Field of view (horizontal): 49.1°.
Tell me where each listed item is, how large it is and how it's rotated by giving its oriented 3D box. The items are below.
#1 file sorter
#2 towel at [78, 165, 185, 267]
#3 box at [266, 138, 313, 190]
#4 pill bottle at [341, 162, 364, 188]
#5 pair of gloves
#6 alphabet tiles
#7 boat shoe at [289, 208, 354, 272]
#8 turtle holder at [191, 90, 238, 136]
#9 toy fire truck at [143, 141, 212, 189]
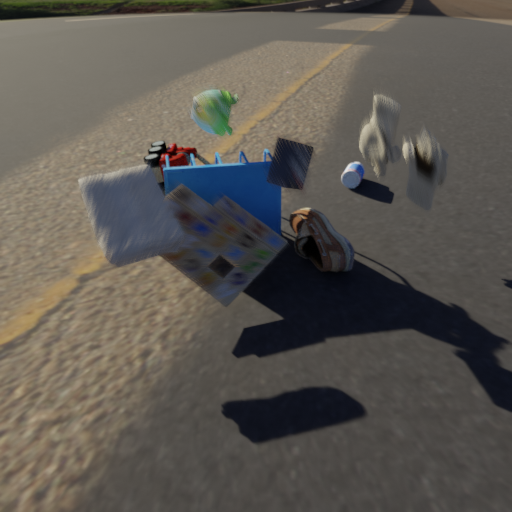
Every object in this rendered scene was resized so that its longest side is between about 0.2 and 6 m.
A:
[{"bbox_3d":[-0.784,-1.389,12.428,2.437,1.691,1.495,-5,27,-9],"label":"file sorter"},{"bbox_3d":[-2.183,-0.740,9.759,1.361,0.354,2.053,-16,56,-20],"label":"towel"},{"bbox_3d":[0.636,-1.691,10.378,0.436,0.838,0.763,20,13,26],"label":"box"},{"bbox_3d":[2.599,-2.177,14.887,0.505,0.505,0.901,11,32,18],"label":"pill bottle"},{"bbox_3d":[2.929,-2.064,11.414,0.369,1.789,2.104,-31,63,-23],"label":"pair of gloves"},{"bbox_3d":[-0.871,-0.377,10.486,2.353,0.089,1.967,37,55,11],"label":"alphabet tiles"},{"bbox_3d":[1.162,-0.349,11.486,0.774,0.816,2.155,-14,31,-20],"label":"boat shoe"},{"bbox_3d":[-0.960,-3.172,12.498,0.947,1.013,1.334,9,34,-9],"label":"turtle holder"},{"bbox_3d":[-1.887,-2.405,14.923,1.802,1.159,1.586,-8,29,6],"label":"toy fire truck"}]
